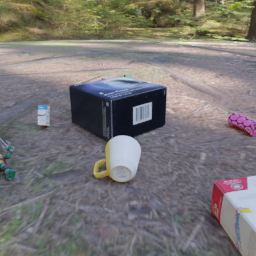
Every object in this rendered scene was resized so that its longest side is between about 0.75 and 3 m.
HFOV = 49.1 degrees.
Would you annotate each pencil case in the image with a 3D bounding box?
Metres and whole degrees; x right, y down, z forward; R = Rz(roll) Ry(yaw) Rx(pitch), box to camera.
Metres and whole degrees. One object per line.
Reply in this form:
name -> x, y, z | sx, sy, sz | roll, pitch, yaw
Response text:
pencil case -> 4.638, -0.155, 11.230 | 0.652, 0.631, 1.391 | -35, 30, -11

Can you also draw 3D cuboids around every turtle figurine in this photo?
turtle figurine -> -3.899, 0.948, 8.317 | 1.168, 0.786, 1.561 | -25, 46, -19

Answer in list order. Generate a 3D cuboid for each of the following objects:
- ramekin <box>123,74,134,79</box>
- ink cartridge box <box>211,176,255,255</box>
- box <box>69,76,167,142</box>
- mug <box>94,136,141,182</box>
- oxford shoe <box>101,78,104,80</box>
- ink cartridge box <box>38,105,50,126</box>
ramekin -> -0.002, -2.597, 16.493 | 0.520, 1.066, 1.066 | 3, 21, -14
ink cartridge box -> 2.921, 1.941, 5.698 | 1.616, 0.937, 2.189 | -4, 25, -9
box -> -0.436, -0.940, 11.545 | 2.902, 1.788, 2.878 | -18, 28, -38
mug -> -0.235, 1.055, 8.106 | 1.079, 1.347, 1.106 | 29, 28, -15
oxford shoe -> -1.600, -3.149, 18.749 | 0.266, 0.283, 0.756 | -15, 27, -32
ink cartridge box -> -3.474, -0.507, 11.549 | 0.343, 0.813, 0.593 | 1, -3, 0
